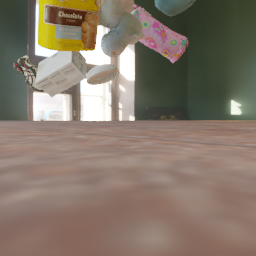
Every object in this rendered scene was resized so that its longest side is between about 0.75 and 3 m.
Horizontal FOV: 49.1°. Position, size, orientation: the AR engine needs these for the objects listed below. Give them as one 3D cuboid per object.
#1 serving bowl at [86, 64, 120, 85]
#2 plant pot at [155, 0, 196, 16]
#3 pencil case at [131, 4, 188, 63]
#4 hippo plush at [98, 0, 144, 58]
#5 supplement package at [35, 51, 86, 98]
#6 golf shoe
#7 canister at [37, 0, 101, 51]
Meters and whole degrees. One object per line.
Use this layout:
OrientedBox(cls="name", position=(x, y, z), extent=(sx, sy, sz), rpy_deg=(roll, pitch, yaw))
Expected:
OrientedBox(cls="serving bowl", position=(-0.894, -1.883, 9.577), extent=(1.184, 0.390, 1.184), rpy_deg=(-17, -9, -3))
OrientedBox(cls="plant pot", position=(1.299, -3.890, 8.359), extent=(1.290, 1.290, 0.869), rpy_deg=(-2, -41, -45))
OrientedBox(cls="pencil case", position=(1.089, -3.699, 11.056), extent=(2.635, 1.152, 1.152), rpy_deg=(33, 0, -3))
OrientedBox(cls="hippo plush", position=(-0.417, -2.710, 6.945), extent=(1.592, 1.980, 1.577), rpy_deg=(42, 8, -32))
OrientedBox(cls="supplement package", position=(-2.358, -2.057, 10.000), extent=(1.565, 1.219, 0.868), rpy_deg=(-24, -45, 18))
OrientedBox(cls="golf shoe", position=(-3.478, -1.935, 10.138), extent=(0.625, 1.420, 0.548), rpy_deg=(-38, 9, 7))
OrientedBox(cls="canister", position=(-1.059, -2.354, 5.215), extent=(0.743, 1.716, 1.275), rpy_deg=(27, 29, 35))
